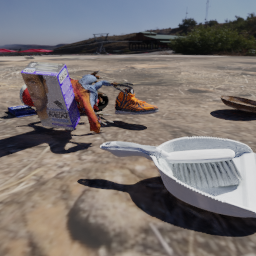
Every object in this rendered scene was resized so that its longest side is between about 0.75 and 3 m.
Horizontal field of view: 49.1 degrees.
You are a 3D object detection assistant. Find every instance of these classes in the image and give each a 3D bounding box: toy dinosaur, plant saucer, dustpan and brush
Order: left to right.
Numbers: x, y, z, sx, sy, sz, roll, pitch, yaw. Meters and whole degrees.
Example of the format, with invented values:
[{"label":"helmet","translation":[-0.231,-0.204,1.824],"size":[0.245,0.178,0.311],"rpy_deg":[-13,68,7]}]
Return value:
[{"label":"toy dinosaur","translation":[-1.210,-0.753,8.003],"size":[2.722,1.429,2.470],"rpy_deg":[8,23,8]},{"label":"dustpan and brush","translation":[0.875,0.610,5.144],"size":[2.914,0.834,2.033],"rpy_deg":[-3,24,21]},{"label":"plant saucer","translation":[4.187,-0.874,10.207],"size":[1.681,0.270,1.681],"rpy_deg":[9,19,-3]}]

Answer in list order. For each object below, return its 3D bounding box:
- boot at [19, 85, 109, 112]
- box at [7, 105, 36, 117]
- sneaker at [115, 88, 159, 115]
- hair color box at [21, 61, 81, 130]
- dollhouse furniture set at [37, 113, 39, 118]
[{"label":"boot","translation":[-2.232,-1.106,10.240],"size":[2.927,1.060,2.112],"rpy_deg":[-10,26,-40]},{"label":"box","translation":[-3.890,-0.643,10.281],"size":[0.719,0.192,1.186],"rpy_deg":[-13,22,-35]},{"label":"sneaker","translation":[0.226,-0.852,8.873],"size":[1.553,0.870,0.602],"rpy_deg":[2,5,28]},{"label":"hair color box","translation":[-2.044,-0.836,7.658],"size":[1.037,1.898,0.615],"rpy_deg":[7,45,15]},{"label":"dollhouse furniture set","translation":[-2.466,-0.379,9.342],"size":[0.998,0.791,0.708],"rpy_deg":[-31,70,-36]}]
